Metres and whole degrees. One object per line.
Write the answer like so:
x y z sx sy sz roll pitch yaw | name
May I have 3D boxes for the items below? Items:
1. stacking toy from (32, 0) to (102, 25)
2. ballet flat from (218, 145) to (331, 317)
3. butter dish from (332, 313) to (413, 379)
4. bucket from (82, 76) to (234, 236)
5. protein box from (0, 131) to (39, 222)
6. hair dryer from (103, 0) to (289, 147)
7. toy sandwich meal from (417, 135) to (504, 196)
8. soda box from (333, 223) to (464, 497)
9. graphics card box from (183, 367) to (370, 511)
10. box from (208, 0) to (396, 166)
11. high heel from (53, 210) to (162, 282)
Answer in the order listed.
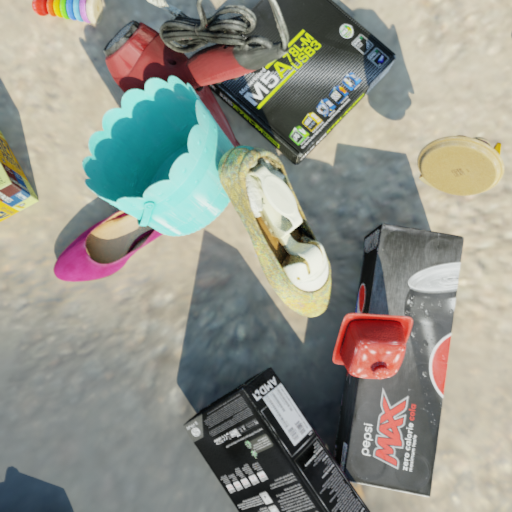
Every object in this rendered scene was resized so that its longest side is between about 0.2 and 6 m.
-3.331 -4.359 9.781 1.192 0.509 0.509 7 81 6 | stacking toy
0.400 -0.245 7.172 0.920 0.920 2.601 -31 107 -5 | ballet flat
1.568 1.299 7.342 0.961 0.963 0.712 4 36 -6 | butter dish
-1.232 -1.270 7.606 1.953 1.271 1.953 -15 57 24 | bucket
-4.758 -1.275 8.950 1.646 1.110 1.634 -30 82 -4 | protein box
-0.946 -2.452 7.716 2.968 3.897 1.059 35 77 18 | hair dryer
2.862 -1.304 7.854 1.273 1.273 0.436 23 62 3 | toy sandwich meal
2.121 1.489 8.491 1.328 1.188 3.753 10 82 2 | soda box
0.332 3.187 7.957 0.728 1.795 2.861 -29 80 -46 | graphics card box
0.662 -3.217 9.524 2.397 0.590 2.482 44 83 4 | box
-2.101 -0.423 8.738 2.649 1.273 0.893 -32 83 -5 | high heel
